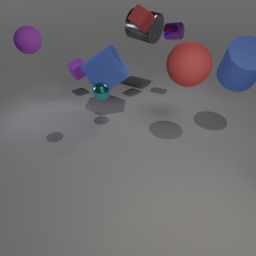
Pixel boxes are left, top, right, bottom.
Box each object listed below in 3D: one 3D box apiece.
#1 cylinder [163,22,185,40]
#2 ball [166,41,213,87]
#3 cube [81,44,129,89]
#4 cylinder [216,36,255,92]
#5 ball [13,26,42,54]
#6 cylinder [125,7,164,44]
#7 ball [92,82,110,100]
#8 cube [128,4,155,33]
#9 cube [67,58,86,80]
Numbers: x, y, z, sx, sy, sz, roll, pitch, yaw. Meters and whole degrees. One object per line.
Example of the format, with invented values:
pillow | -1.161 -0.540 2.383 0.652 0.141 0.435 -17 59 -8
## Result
cylinder | 1.994 -4.194 12.138 0.700 0.700 0.700 9 31 32
ball | 1.890 -1.977 8.680 1.400 1.400 1.400 0 30 0
cube | -0.922 -2.505 11.903 1.400 1.400 1.400 -29 19 16
cylinder | 3.950 -2.187 9.683 1.400 1.400 1.400 0 67 0
ball | -2.581 -2.270 7.227 0.700 0.700 0.700 0 30 0
cylinder | 0.784 -4.849 13.291 1.400 1.400 1.400 24 38 24
ball | -1.037 -1.422 10.856 0.700 0.700 0.700 0 30 0
cube | 0.556 -4.450 11.393 0.700 0.700 0.700 40 11 24
cube | -2.468 -2.924 13.885 0.700 0.700 0.700 -34 49 -15
